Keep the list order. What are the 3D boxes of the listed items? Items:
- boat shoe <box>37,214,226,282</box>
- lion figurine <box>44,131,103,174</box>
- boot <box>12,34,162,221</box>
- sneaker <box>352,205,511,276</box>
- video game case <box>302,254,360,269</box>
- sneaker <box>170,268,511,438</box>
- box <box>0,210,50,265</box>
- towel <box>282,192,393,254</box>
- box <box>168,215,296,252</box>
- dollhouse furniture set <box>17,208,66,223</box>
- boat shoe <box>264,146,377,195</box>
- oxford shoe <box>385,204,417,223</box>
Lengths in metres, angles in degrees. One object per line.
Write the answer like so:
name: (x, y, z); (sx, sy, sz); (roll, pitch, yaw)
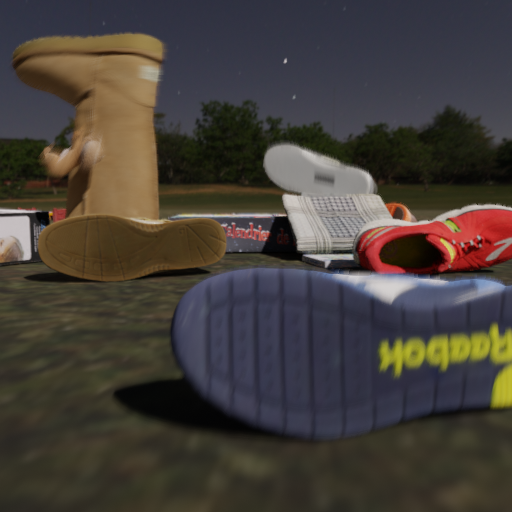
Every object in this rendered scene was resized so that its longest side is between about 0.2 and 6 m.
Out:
boat shoe: (-1.699, -0.085, 7.769); (2.501, 0.926, 0.830); (1, -6, -23)
lion figurine: (-2.812, -1.501, 8.583); (1.108, 0.679, 0.402); (-29, -32, 21)
boot: (-2.941, -1.783, 9.385); (3.055, 3.489, 1.154); (4, 1, 28)
sneaker: (2.644, -0.073, 7.798); (2.545, 0.980, 1.080); (-9, 13, 3)
video game case: (1.478, 0.072, 9.255); (1.162, 0.128, 1.059); (-2, 6, -15)
sneaker: (0.543, 0.449, 2.977); (2.068, 0.765, 0.851); (5, 1, -19)
box: (-4.999, -0.266, 8.853); (1.705, 0.879, 2.923); (4, 7, 37)
towel: (1.598, -0.710, 10.467); (2.094, 0.376, 2.174); (-2, 30, -6)
box: (0.077, -0.525, 12.120); (3.746, 0.706, 2.558); (0, 6, -3)
dollhouse furniture set: (-5.393, -0.698, 13.186); (1.111, 0.840, 2.064); (1, 6, 14)
boat shoe: (1.449, -1.804, 12.897); (2.697, 0.953, 0.859); (23, 12, 24)
oxford shoe: (2.734, -0.685, 13.998); (2.752, 0.981, 1.003); (6, -17, 46)
